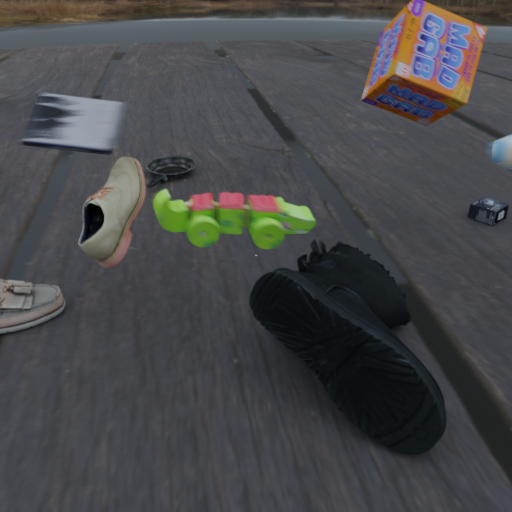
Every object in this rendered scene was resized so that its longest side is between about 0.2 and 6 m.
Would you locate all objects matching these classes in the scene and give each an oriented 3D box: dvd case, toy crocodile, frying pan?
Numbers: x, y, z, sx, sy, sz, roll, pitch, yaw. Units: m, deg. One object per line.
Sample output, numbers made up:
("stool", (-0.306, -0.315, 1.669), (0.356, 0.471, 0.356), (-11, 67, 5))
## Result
("dvd case", (-2.775, -2.022, 8.547), (1.304, 0.161, 0.980), (7, 61, -2))
("toy crocodile", (-0.297, -0.590, 7.966), (2.291, 0.707, 0.773), (1, 34, -8))
("frying pan", (-2.279, -2.223, 15.153), (1.336, 0.359, 2.208), (-5, 32, -8))

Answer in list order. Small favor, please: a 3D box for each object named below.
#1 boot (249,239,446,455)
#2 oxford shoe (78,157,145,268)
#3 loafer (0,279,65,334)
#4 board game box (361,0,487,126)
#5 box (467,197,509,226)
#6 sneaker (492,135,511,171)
("boot", (1.654, 1.084, 8.349), (3.302, 1.222, 2.706), (41, 25, 20))
("oxford shoe", (-2.277, -0.838, 8.841), (0.701, 0.731, 1.981), (-13, 58, 27))
("loafer", (-4.618, 0.792, 9.304), (2.678, 0.842, 0.963), (-9, 31, -16))
("board game box", (3.263, -3.757, 11.096), (1.571, 1.569, 1.570), (18, -6, -10))
("box", (5.390, -1.037, 13.021), (0.638, 0.381, 0.649), (-24, 36, -37))
("sneaker", (4.948, -1.818, 9.655), (2.183, 0.835, 0.882), (-3, 12, -39))
